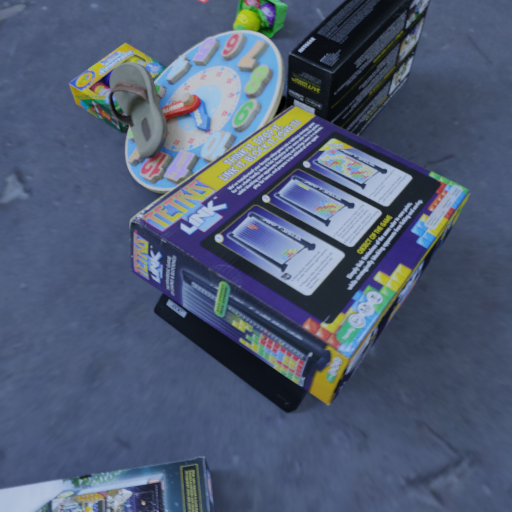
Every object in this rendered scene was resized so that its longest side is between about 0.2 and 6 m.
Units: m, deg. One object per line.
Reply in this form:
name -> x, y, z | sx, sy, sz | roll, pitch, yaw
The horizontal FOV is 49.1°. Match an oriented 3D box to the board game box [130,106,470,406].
board game box -> 0.700, -0.338, 7.608 | 3.089, 1.060, 3.737 | 31, 49, 20

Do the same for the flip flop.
flip flop -> -2.183, -2.602, 9.716 | 0.667, 0.939, 2.317 | 7, 46, -38

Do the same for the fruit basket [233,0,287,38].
fruit basket -> -0.037, -5.294, 12.288 | 1.191, 0.859, 1.191 | 9, 44, -9

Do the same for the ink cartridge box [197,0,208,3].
ink cartridge box -> -1.370, -6.584, 13.368 | 1.174, 0.256, 1.019 | 32, 62, 18

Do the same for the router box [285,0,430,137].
router box -> 1.799, -3.300, 9.937 | 0.875, 2.557, 3.428 | 32, 63, 19

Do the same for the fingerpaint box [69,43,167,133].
fingerpaint box -> -2.656, -3.387, 11.167 | 1.310, 0.576, 1.571 | 35, 64, 19

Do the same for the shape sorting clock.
shape sorting clock -> -1.008, -2.565, 9.691 | 3.331, 0.653, 3.331 | -16, 61, 30

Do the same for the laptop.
laptop -> 0.480, 0.290, 8.816 | 2.745, 1.599, 3.097 | 34, 47, 19

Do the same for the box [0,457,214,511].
box -> -1.761, 4.671, 5.958 | 2.990, 0.825, 4.378 | -7, 58, -4

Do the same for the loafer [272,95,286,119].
loafer -> -0.271, -2.037, 10.179 | 0.925, 0.811, 2.575 | 37, 65, 21
